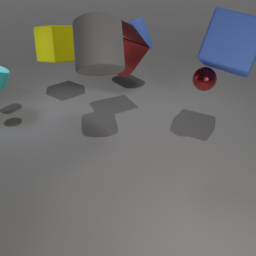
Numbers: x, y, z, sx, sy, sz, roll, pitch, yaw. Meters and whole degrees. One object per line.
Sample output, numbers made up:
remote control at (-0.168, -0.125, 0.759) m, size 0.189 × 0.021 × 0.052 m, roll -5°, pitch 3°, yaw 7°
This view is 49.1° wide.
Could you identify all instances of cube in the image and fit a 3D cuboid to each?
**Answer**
cube at (-2.901, -3.504, 11.705) m, size 1.400 × 1.400 × 1.400 m, roll 14°, pitch 23°, yaw 41°
cube at (2.948, -2.345, 7.890) m, size 1.400 × 1.400 × 1.400 m, roll 23°, pitch 13°, yaw 19°
cube at (-0.392, -2.851, 9.839) m, size 1.400 × 1.400 × 1.400 m, roll 4°, pitch 46°, yaw -44°

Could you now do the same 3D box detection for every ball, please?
ball at (2.264, -1.449, 8.287) m, size 0.700 × 0.700 × 0.700 m, roll 0°, pitch 31°, yaw 0°

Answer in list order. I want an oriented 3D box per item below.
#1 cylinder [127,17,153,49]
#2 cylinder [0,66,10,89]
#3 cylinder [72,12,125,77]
cylinder at (0.254, -4.128, 12.783) m, size 1.400 × 1.400 × 1.400 m, roll -19°, pitch 21°, yaw 7°
cylinder at (-4.975, -1.942, 10.695) m, size 0.700 × 0.700 × 0.700 m, roll 23°, pitch 20°, yaw -9°
cylinder at (-0.828, -2.304, 7.947) m, size 1.400 × 1.400 × 1.400 m, roll -4°, pitch -2°, yaw 0°
